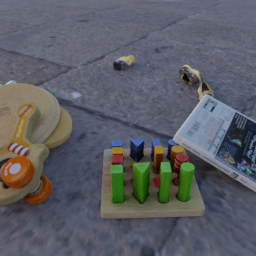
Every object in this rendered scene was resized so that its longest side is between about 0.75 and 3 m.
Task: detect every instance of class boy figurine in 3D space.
[{"bbox_3d":[-0.161,-2.967,12.586,0.775,0.401,1.246,20,37,27],"label":"boy figurine"}]

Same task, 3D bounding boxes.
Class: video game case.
[{"bbox_3d":[2.564,0.230,7.117,2.231,0.287,2.454,32,41,12],"label":"video game case"}]

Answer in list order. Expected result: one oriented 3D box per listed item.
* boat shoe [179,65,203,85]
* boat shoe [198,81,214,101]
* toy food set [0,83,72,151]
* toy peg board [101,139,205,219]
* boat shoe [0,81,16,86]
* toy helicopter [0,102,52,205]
[{"bbox_3d":[2.318,-2.051,10.953,0.544,0.592,1.656,-27,27,-5],"label":"boat shoe"},{"bbox_3d":[2.745,-1.248,9.910,0.460,0.393,1.255,-2,33,-3],"label":"boat shoe"},{"bbox_3d":[-3.210,-0.209,7.532,2.969,0.722,2.938,-29,51,-22],"label":"toy food set"},{"bbox_3d":[0.463,0.808,6.147,2.072,1.013,2.063,-1,33,-2],"label":"toy peg board"},{"bbox_3d":[-4.420,-1.247,9.555,0.527,0.630,1.762,-2,18,9],"label":"boat shoe"},{"bbox_3d":[-2.554,0.467,6.247,1.696,1.011,2.564,-9,51,10],"label":"toy helicopter"}]
